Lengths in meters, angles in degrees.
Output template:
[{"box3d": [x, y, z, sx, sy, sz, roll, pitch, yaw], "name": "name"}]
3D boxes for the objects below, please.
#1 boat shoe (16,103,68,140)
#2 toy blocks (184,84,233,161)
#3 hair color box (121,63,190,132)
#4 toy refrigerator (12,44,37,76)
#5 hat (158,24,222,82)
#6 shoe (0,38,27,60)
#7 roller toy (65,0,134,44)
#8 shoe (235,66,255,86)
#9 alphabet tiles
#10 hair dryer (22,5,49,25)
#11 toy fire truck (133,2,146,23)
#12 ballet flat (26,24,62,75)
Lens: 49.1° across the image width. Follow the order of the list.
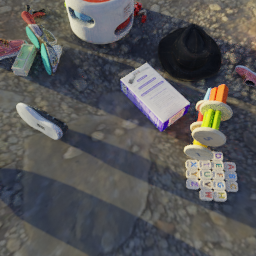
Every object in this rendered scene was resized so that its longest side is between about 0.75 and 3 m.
[{"box3d": [-2.938, -0.297, 9.597, 2.005, 0.688, 0.568, 32, 47, 14], "name": "boat shoe"}, {"box3d": [2.517, -0.491, 8.398, 0.897, 2.060, 2.471, 17, 64, 8], "name": "toy blocks"}, {"box3d": [0.915, -1.126, 9.943, 1.255, 0.744, 2.297, -35, 69, -17], "name": "hair color box"}, {"box3d": [-4.038, -2.679, 10.942, 0.484, 0.446, 1.276, 9, 62, 4], "name": "toy refrigerator"}, {"box3d": [2.458, -3.212, 10.850, 2.836, 1.144, 2.836, 0, 62, 1], "name": "hat"}, {"box3d": [-4.890, -3.234, 11.044, 1.739, 0.791, 0.621, -25, 64, -13], "name": "shoe"}, {"box3d": [-1.079, -4.997, 11.280, 2.943, 2.057, 2.685, -10, 62, -5], "name": "roller toy"}, {"box3d": [4.472, -1.968, 10.606, 1.002, 0.358, 0.456, 33, 62, 12], "name": "shoe"}, {"box3d": [2.648, 1.495, 8.869, 1.592, 0.119, 1.627, 4, 61, 2], "name": "alphabet tiles"}, {"box3d": [-4.079, -4.942, 12.209, 1.074, 0.383, 1.411, 2, 62, 0], "name": "hair dryer"}, {"box3d": [0.542, -5.135, 12.389, 0.703, 0.243, 0.996, 14, 62, 7], "name": "toy fire truck"}, {"box3d": [-3.132, -3.188, 10.996, 0.954, 0.954, 2.654, -26, 66, -14], "name": "ballet flat"}]
